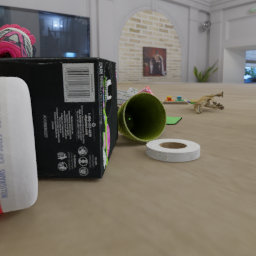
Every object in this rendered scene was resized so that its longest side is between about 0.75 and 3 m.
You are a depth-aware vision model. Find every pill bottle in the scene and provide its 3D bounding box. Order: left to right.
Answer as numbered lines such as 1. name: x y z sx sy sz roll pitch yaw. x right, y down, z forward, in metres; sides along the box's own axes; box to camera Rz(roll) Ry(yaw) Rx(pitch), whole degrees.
1. pill bottle: -2.611 0.298 3.089 2.963 1.663 1.663 -6 13 -21

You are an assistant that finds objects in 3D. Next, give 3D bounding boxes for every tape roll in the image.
1. tape roll: 0.955 0.459 5.973 1.150 0.210 1.150 0 12 0

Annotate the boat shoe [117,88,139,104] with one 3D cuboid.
1. boat shoe: 0.186 -1.688 14.894 2.738 0.914 1.007 4 12 18

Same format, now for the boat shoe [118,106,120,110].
1. boat shoe: -1.019 -0.501 9.805 1.769 0.586 0.618 -6 13 -29

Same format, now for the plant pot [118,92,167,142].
1. plant pot: 0.149 -0.205 7.315 1.201 1.201 1.284 -6 -3 -27

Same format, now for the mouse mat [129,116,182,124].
1. mouse mat: 0.917 -0.324 10.289 1.958 0.074 1.576 5 12 20

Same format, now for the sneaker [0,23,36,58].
1. sneaker: -2.878 -0.777 5.958 1.162 2.881 1.076 18 30 -21

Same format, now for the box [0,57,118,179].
1. box: -1.125 -0.378 5.593 1.659 1.982 2.669 1 11 3

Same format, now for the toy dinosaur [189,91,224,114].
1. toy dinosaur: 3.596 -1.256 12.935 1.514 0.872 2.995 1 11 13

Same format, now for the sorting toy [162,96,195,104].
1. sorting toy: 2.633 -1.613 15.931 2.697 0.367 1.518 1 11 5

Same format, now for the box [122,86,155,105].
1. box: 0.487 -0.755 9.235 0.942 0.869 1.835 -33 5 10
